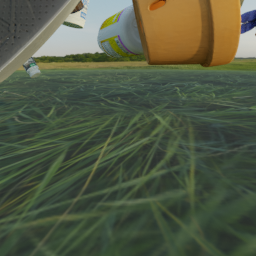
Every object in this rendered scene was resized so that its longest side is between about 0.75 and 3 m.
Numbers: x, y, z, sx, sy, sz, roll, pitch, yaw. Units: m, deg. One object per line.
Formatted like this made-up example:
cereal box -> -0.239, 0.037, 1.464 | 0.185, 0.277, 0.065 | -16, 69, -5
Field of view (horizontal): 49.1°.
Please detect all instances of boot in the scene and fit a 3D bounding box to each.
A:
boot -> -2.593, -4.294, 8.984 | 2.297, 1.113, 0.858 | 4, 53, 21

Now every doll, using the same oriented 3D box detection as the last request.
doll -> 3.156, -2.588, 6.683 | 1.406, 0.959, 0.341 | -20, 48, -3

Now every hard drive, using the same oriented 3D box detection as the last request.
hard drive -> -2.214, -1.878, 4.550 | 2.000, 2.965, 0.628 | 46, 0, 7

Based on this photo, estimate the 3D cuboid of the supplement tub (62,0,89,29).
supplement tub -> -2.089, -4.822, 10.966 | 1.043, 1.581, 1.043 | 10, 7, -1

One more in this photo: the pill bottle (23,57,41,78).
pill bottle -> -3.399, -2.163, 9.729 | 0.443, 0.784, 0.443 | -32, -1, -1

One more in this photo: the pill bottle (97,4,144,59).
pill bottle -> -0.104, -3.036, 9.138 | 1.434, 1.434, 2.750 | -6, 12, -24

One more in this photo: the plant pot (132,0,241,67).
plant pot -> 1.204, -2.658, 6.705 | 1.935, 2.765, 2.765 | -15, 14, 3

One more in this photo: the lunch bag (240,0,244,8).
lunch bag -> 3.727, -4.956, 11.025 | 1.399, 0.823, 1.148 | 0, -27, 0
